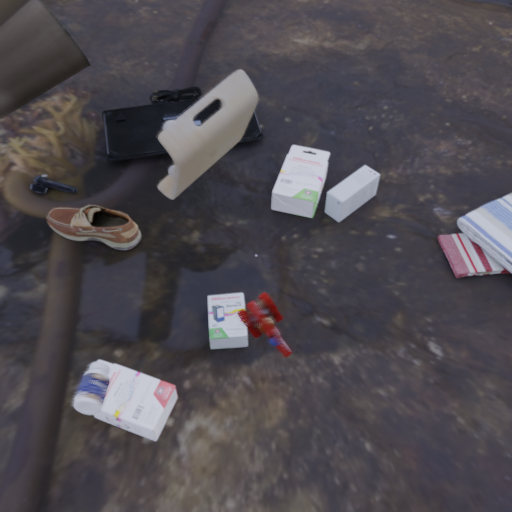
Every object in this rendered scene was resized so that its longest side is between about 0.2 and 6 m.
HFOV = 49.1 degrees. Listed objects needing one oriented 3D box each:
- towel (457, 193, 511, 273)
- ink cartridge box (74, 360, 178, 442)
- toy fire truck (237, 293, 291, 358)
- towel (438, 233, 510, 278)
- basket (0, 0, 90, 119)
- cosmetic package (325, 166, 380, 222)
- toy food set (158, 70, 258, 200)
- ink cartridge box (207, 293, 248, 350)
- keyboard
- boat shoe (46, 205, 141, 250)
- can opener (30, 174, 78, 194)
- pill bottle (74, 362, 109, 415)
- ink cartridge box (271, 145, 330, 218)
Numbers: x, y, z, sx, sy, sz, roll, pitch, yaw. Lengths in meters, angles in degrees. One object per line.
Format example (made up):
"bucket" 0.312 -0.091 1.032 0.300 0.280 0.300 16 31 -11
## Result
"towel" 5.872 -0.572 11.992 2.692 0.320 1.977 -23 53 -24
"ink cartridge box" -2.200 2.432 9.528 1.486 0.502 0.866 17 53 12
"toy fire truck" 0.162 0.919 7.213 0.462 0.824 0.692 -37 58 -3
"towel" 4.736 -0.057 11.760 1.563 0.178 1.126 -4 49 -6
"basket" -4.236 -3.465 10.042 1.911 1.300 1.723 -39 60 -6
"cosmetic package" 2.146 -1.394 12.518 1.294 0.656 0.461 -36 59 -26
"toy food set" -1.036 -2.121 10.070 1.843 2.568 0.776 -44 91 -14
"ink cartridge box" -0.542 1.218 10.557 0.708 0.426 0.974 -4 50 -2
"keyboard" -1.925 -3.454 14.322 3.880 0.498 2.330 -9 58 -9
"boat shoe" -3.480 -0.765 11.935 2.124 0.762 0.804 10 52 8
"can opener" -4.659 -1.622 12.967 1.104 0.434 0.350 10 13 4
"pill bottle" -2.350 1.903 8.107 0.389 0.389 0.702 3 43 2
"ink cartridge box" 1.045 -1.729 12.833 1.001 0.575 1.708 14 52 11
